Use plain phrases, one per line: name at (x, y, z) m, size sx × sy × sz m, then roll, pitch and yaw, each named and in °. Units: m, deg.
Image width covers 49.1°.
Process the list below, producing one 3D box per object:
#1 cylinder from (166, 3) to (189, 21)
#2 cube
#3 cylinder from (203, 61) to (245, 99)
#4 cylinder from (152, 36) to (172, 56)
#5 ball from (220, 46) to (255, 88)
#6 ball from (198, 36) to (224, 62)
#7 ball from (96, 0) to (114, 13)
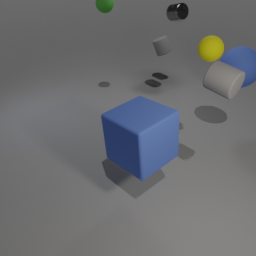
cylinder at (2.158, -5.056, 12.226) m, size 0.700 × 0.700 × 0.700 m, roll -19°, pitch 24°, yaw -27°
cube at (0.336, 0.202, 7.208) m, size 1.400 × 1.400 × 1.400 m, roll -29°, pitch 39°, yaw -33°
cylinder at (2.249, -1.129, 6.585) m, size 0.700 × 0.700 × 0.700 m, roll 35°, pitch 46°, yaw 29°
cylinder at (1.548, -3.734, 12.759) m, size 0.700 × 0.700 × 0.700 m, roll -21°, pitch 22°, yaw 9°
ball at (3.870, -2.096, 9.684) m, size 1.400 × 1.400 × 1.400 m, roll 0°, pitch 33°, yaw 0°
ball at (2.292, -2.198, 7.769) m, size 0.700 × 0.700 × 0.700 m, roll 0°, pitch 33°, yaw 0°
ball at (-0.882, -4.748, 10.657) m, size 0.700 × 0.700 × 0.700 m, roll 0°, pitch 33°, yaw 0°
